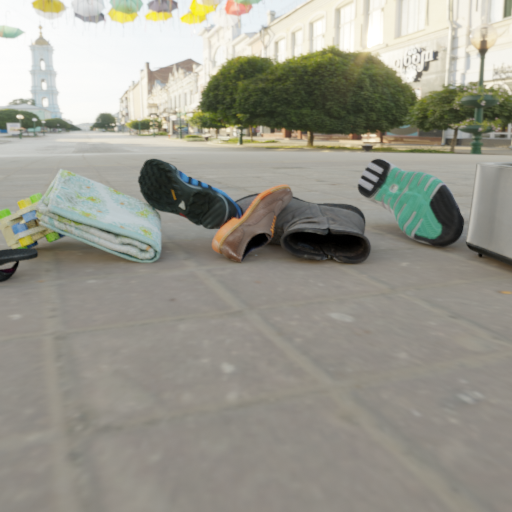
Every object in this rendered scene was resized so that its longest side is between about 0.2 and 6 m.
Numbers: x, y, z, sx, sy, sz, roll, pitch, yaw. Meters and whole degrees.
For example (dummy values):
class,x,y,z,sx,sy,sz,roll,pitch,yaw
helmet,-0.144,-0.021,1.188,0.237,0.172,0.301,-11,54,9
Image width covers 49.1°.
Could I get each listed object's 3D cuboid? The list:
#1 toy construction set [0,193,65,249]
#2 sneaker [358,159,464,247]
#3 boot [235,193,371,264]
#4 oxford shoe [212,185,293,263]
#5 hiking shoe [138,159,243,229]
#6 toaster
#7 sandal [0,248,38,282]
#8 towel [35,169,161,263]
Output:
class,x,y,z,sx,sy,sz,roll,pitch,yaw
toy construction set,-3.996,-0.697,11.270,1.668,1.172,2.545,-21,-9,33
sneaker,3.832,-1.170,12.804,1.582,1.345,3.614,22,19,-29
boot,0.667,-0.558,11.071,3.125,1.091,2.057,-1,17,12
oxford shoe,0.117,-0.597,10.829,0.757,0.741,2.078,35,63,24
hiking shoe,-1.402,-1.184,11.643,2.612,0.972,1.132,34,12,30
toaster,5.529,-0.687,9.845,2.779,1.824,3.074,-1,13,-10
sandal,-4.418,0.241,8.993,0.700,0.446,1.863,13,23,37
towel,-2.898,-0.799,10.743,2.303,0.555,1.971,23,23,-19
